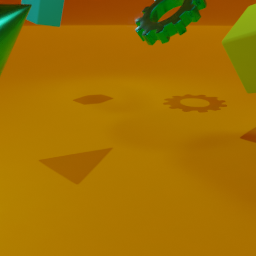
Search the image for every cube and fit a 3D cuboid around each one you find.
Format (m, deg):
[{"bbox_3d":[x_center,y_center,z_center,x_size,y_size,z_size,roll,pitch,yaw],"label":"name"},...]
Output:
[{"bbox_3d":[2.941,-1.650,5.440,1.351,1.351,1.351,1,45,54],"label":"cube"},{"bbox_3d":[-2.504,-3.519,8.169,0.849,0.849,0.849,31,28,28],"label":"cube"}]

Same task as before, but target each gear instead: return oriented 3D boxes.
[{"bbox_3d":[1.162,-3.223,7.904,2.041,0.377,2.041,-23,44,24],"label":"gear"}]

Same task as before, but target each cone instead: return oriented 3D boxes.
[{"bbox_3d":[-1.964,-1.526,4.206,1.359,1.359,1.364,19,56,39],"label":"cone"}]
